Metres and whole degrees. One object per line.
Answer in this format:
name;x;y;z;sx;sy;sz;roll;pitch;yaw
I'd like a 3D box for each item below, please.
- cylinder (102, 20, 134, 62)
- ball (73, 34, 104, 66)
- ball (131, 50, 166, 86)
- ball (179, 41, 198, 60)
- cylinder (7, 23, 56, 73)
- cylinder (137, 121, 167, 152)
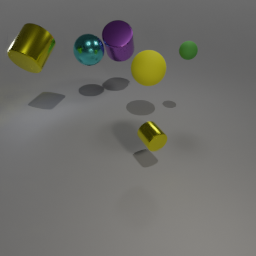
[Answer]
cylinder;-0.433;-4.064;13.184;1.400;1.400;1.400;-1;76;4
ball;-1.767;-3.521;12.642;1.400;1.400;1.400;0;32;0
ball;0.811;-2.366;11.105;1.400;1.400;1.400;0;32;0
ball;2.301;-2.956;10.679;0.700;0.700;0.700;0;32;0
cylinder;-3.807;-3.147;11.137;1.400;1.400;1.400;13;69;20
cylinder;0.755;0.258;8.743;0.700;0.700;0.700;-16;43;-23
